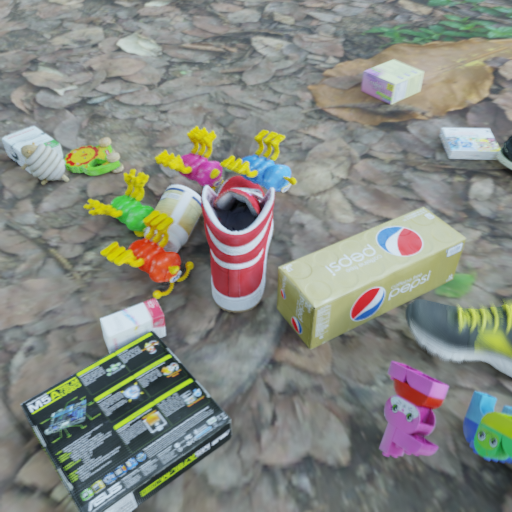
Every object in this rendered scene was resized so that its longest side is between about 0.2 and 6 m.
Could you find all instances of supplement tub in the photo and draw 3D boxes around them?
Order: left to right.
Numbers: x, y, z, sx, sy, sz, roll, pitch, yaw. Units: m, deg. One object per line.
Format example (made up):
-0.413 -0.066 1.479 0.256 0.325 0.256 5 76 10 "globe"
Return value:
-1.528 -0.670 10.408 0.803 0.803 1.112 16 63 17 "supplement tub"

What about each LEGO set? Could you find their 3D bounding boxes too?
3.043 2.684 6.345 1.429 1.537 3.746 19 1 -31 "LEGO set"

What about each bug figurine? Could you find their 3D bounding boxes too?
-1.271 -1.034 10.536 3.938 1.013 3.054 -40 45 -20 "bug figurine"

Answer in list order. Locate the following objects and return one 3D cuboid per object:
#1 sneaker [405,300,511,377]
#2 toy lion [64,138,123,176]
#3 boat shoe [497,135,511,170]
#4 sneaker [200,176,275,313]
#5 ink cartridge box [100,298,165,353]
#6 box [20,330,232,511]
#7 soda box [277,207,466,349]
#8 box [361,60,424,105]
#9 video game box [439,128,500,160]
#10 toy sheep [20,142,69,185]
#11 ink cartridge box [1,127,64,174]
3.408 1.019 8.164 2.444 1.034 0.910 18 41 -4 "sneaker"
-3.692 -2.149 12.555 1.152 0.412 1.201 -24 45 -14 "toy lion"
6.466 -1.882 11.737 1.006 0.892 2.691 -27 54 -32 "boat shoe"
-0.277 -0.882 9.929 1.227 1.937 3.445 -1 42 -1 "sneaker"
-1.888 1.103 8.626 0.906 0.668 0.388 -19 59 -20 "ink cartridge box"
-1.748 2.226 7.566 2.116 0.503 2.044 -30 48 -28 "box"
1.898 0.297 9.327 3.124 1.000 1.058 -21 46 -23 "soda box"
3.706 -4.744 15.250 1.238 0.599 1.089 -29 49 -29 "box"
5.013 -2.640 13.150 1.159 0.271 1.056 2 40 1 "video game box"
-4.485 -1.950 11.928 0.789 1.144 0.789 -32 38 29 "toy sheep"
-5.079 -2.419 12.738 0.851 0.482 1.161 -33 51 -32 "ink cartridge box"
